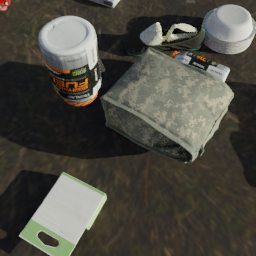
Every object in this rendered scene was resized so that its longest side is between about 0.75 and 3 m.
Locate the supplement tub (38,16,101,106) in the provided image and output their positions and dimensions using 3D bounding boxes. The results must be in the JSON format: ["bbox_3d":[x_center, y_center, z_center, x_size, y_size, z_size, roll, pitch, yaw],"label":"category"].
[{"bbox_3d":[-1.006,-1.155,5.233,0.969,1.581,0.969,0,60,0],"label":"supplement tub"}]

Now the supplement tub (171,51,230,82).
[{"bbox_3d":[2.193,-1.737,9.030,1.825,1.118,1.118,26,63,13],"label":"supplement tub"}]

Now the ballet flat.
[{"bbox_3d":[1.330,-3.290,10.016,2.913,0.996,0.990,-8,60,-4],"label":"ballet flat"}]

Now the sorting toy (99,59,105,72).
[{"bbox_3d":[-1.250,-2.268,9.916,0.657,0.131,0.889,-19,62,-11],"label":"sorting toy"}]

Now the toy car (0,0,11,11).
[{"bbox_3d":[-5.737,-4.694,11.197,1.655,0.392,1.759,14,60,8],"label":"toy car"}]

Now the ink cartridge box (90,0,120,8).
[{"bbox_3d":[-0.987,-5.810,11.886,1.551,0.338,1.347,24,64,13],"label":"ink cartridge box"}]

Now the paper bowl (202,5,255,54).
[{"bbox_3d":[3.703,-3.735,10.285,1.923,1.000,1.923,-1,60,1],"label":"paper bowl"}]

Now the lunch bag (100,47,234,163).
[{"bbox_3d":[1.173,-0.571,7.993,2.979,1.751,2.443,29,64,21],"label":"lunch bag"}]

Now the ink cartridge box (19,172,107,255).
[{"bbox_3d":[-1.579,2.219,7.091,1.365,0.450,1.875,24,62,13],"label":"ink cartridge box"}]
